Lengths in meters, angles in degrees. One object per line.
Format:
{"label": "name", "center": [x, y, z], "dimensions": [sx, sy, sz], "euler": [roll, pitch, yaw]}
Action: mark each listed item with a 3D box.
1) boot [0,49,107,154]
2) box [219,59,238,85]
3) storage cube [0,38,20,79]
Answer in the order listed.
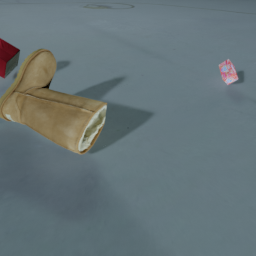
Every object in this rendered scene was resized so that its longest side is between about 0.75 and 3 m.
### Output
{"label": "boot", "center": [-1.645, -0.767, 6.914], "dimensions": [2.699, 0.892, 2.363], "euler": [17, 71, 26]}
{"label": "box", "center": [3.364, -1.884, 9.408], "dimensions": [0.401, 0.370, 0.781], "euler": [-31, 37, 34]}
{"label": "storage cube", "center": [-4.311, -2.381, 9.510], "dimensions": [0.874, 0.973, 0.831], "euler": [30, 50, -7]}
